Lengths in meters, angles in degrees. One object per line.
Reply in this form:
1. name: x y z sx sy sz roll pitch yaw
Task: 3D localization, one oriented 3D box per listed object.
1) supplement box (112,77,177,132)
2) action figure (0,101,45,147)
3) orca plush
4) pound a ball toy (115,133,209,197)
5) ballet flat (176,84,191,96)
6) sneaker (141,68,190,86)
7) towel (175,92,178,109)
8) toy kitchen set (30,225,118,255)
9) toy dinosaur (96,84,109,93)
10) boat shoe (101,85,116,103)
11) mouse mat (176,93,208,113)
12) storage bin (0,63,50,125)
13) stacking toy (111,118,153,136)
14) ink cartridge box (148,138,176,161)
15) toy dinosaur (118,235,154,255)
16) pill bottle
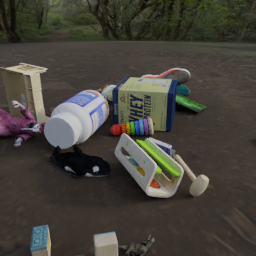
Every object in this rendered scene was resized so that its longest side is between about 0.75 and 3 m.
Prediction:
1. supplement box: 0.775 -1.090 11.843 2.376 1.597 2.378 5 23 12
2. action figure: -4.120 0.008 10.264 2.396 1.605 1.784 9 -17 -2
3. orca plush: -1.472 0.805 8.314 2.137 0.760 1.125 19 29 39
4. pound a ball toy: 0.771 1.133 7.526 1.540 1.003 2.361 13 16 -30
5. ballet flat: 2.803 -2.182 16.042 1.931 0.655 0.698 11 6 35
6. sneaker: 1.943 -2.156 14.291 2.915 1.123 1.194 -15 49 -11
7. towel: 1.716 -1.581 14.420 1.714 0.575 2.321 5 23 10
8. toy kitchen set: -0.998 2.087 5.025 1.477 0.870 1.183 -4 22 -12
9. toy dinosaur: -1.566 -2.181 16.252 0.872 0.496 1.642 -13 6 31
10. boat shoe: -0.389 -1.820 14.674 0.755 0.877 2.435 18 26 35
11. mouse mat: 2.824 -1.252 13.515 1.850 0.070 1.489 28 27 23
12. storage bin: -4.208 -1.432 11.855 2.234 2.250 1.055 18 30 38
13. stacking toy: 0.140 0.039 10.542 1.568 0.669 0.669 -8 22 0
14. ink cartridge box: 1.078 0.724 8.782 0.214 0.546 1.153 -26 34 -35
15. toy dinosaur: 0.138 2.317 5.347 0.784 0.302 0.401 -6 11 0
16. pill bottle: -1.821 -0.323 10.080 1.523 1.523 2.717 7 24 16
